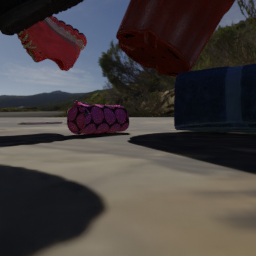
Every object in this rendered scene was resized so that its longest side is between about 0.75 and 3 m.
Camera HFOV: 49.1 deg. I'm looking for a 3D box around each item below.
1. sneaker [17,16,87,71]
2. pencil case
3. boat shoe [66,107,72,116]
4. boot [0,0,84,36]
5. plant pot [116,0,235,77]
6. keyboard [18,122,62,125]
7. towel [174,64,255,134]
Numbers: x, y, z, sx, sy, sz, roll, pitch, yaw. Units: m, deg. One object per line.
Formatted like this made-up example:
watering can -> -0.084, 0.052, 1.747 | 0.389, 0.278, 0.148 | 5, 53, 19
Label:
sneaker -> -2.141, -2.176, 6.546 | 0.982, 1.155, 2.664 | 20, -2, 45
pencil case -> -0.496, -0.186, 5.068 | 0.544, 0.561, 1.198 | -13, -7, 38
boat shoe -> -1.902, -0.542, 12.323 | 1.978, 0.705, 0.596 | 5, -6, -42
boot -> -1.816, -3.111, 4.575 | 2.038, 2.473, 0.812 | -29, 8, -9
plant pot -> 1.153, -2.929, 7.017 | 2.741, 2.665, 2.741 | 27, -7, 3
keyboard -> -3.314, -0.191, 10.657 | 0.465, 0.088, 1.652 | 2, 3, 43
towel -> 1.877, -0.527, 5.175 | 2.213, 1.235, 0.537 | 2, 3, 38
